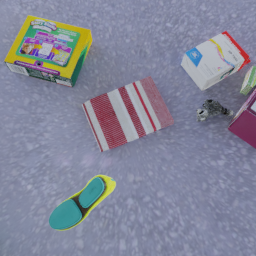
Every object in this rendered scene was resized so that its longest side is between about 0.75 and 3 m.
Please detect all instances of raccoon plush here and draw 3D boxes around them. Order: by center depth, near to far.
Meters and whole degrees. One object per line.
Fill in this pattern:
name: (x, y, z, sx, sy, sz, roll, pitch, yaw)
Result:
raccoon plush: (3.117, -0.466, 10.142, 1.323, 0.640, 0.887, 21, 79, 7)

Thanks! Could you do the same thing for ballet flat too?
ballet flat: (-1.244, 2.164, 8.034, 2.400, 0.804, 0.802, -42, 68, 20)

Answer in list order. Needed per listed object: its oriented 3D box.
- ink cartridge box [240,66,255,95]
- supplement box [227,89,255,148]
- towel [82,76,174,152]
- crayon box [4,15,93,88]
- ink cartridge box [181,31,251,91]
ink cartridge box: (4.604, -1.895, 10.286, 0.301, 1.254, 0.912, 22, 71, 8)
supplement box: (5.021, -0.922, 9.590, 1.491, 1.892, 2.890, 37, 75, 12)
towel: (-0.020, -0.535, 10.307, 2.863, 0.326, 2.062, -22, 73, -6)
crayon box: (-3.031, -3.033, 10.957, 2.669, 0.778, 2.303, 16, 69, 6)
ink cartridge box: (3.516, -2.705, 10.797, 2.504, 0.842, 1.455, -31, 73, -11)
